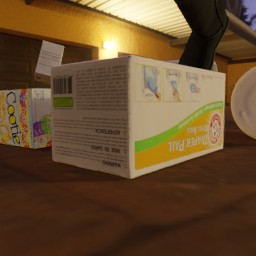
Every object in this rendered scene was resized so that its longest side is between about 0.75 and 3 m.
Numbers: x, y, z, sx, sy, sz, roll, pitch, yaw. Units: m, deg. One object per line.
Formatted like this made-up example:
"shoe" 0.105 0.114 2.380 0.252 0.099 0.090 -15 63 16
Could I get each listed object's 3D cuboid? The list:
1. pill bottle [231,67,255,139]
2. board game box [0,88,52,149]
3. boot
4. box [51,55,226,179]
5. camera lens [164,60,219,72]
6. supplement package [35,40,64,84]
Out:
"pill bottle" 3.924 -0.623 6.869 2.847 1.704 1.704 -4 7 -45
"board game box" -2.153 -0.253 5.939 2.126 1.115 1.095 3 7 38
"boot" 1.605 -2.450 6.696 0.958 2.405 2.917 21 -2 23
"box" 0.343 -0.245 4.470 1.518 1.368 2.699 4 7 40
"camera lens" 1.791 -1.258 10.144 2.921 2.337 2.337 0 5 9
"supplement package" -3.008 -2.466 10.712 0.812 1.356 0.822 13 -17 -15
